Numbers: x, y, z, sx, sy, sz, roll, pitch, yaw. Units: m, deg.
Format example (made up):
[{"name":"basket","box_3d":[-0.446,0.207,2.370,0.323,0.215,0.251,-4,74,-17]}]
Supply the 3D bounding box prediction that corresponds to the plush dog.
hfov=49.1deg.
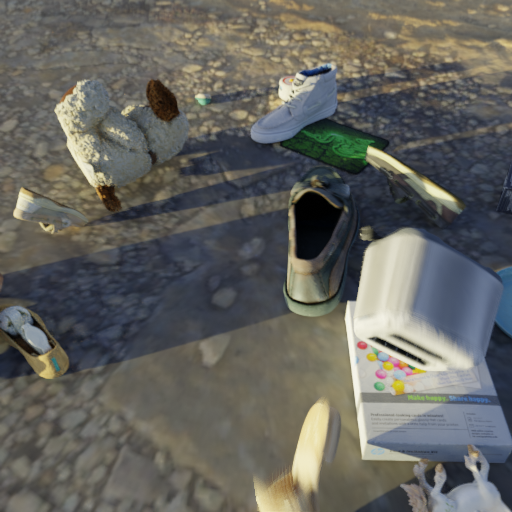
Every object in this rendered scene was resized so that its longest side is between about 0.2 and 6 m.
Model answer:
[{"name":"plush dog","box_3d":[-2.289,-2.174,10.643,2.209,2.572,2.063,-29,84,-15]}]

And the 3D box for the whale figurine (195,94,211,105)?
[{"name":"whale figurine","box_3d":[-1.286,-3.763,13.459,0.386,0.252,0.485,-6,19,-27]}]

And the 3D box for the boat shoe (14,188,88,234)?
[{"name":"boat shoe","box_3d":[-3.463,-0.672,9.469,0.590,1.636,0.532,23,87,16]}]

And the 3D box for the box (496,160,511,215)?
[{"name":"box","box_3d":[5.182,-1.229,10.503,1.012,0.579,1.112,18,47,20]}]

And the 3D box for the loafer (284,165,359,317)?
[{"name":"loafer","box_3d":[1.089,-0.598,9.393,1.246,1.091,3.468,-1,43,12]}]

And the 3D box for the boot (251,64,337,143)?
[{"name":"boot","box_3d":[0.840,-3.441,12.353,2.461,1.176,0.905,-34,50,-30]}]

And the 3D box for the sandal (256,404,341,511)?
[{"name":"sandal","box_3d":[0.320,2.537,5.961,0.662,0.738,2.013,22,71,-20]}]

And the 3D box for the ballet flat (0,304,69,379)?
[{"name":"ballet flat","box_3d":[-3.310,1.074,8.105,1.772,0.558,0.608,31,52,29]}]

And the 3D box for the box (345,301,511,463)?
[{"name":"box","box_3d":[2.209,1.612,7.591,1.785,0.471,2.290,2,42,1]}]

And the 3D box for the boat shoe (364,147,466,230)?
[{"name":"boat shoe","box_3d":[2.778,-1.254,10.292,2.107,0.692,0.753,38,18,22]}]

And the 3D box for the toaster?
[{"name":"toaster","box_3d":[2.069,0.578,7.011,2.041,1.160,1.319,28,64,-19]}]

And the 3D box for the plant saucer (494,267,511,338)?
[{"name":"plant saucer","box_3d":[4.387,0.845,8.579,1.779,0.244,1.779,0,43,0]}]

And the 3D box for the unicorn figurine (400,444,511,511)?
[{"name":"unicorn figurine","box_3d":[2.448,2.721,6.333,1.464,1.006,0.541,-16,-3,13]}]

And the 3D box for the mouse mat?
[{"name":"mouse mat","box_3d":[1.700,-2.449,12.172,1.975,0.074,1.589,27,50,24]}]

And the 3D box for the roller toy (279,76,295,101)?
[{"name":"roller toy","box_3d":[0.863,-4.067,13.578,0.654,0.457,0.597,25,49,24]}]

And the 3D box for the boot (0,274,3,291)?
[{"name":"boot","box_3d":[-4.930,1.105,7.979,2.442,0.937,1.896,0,55,5]}]
